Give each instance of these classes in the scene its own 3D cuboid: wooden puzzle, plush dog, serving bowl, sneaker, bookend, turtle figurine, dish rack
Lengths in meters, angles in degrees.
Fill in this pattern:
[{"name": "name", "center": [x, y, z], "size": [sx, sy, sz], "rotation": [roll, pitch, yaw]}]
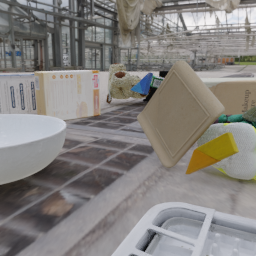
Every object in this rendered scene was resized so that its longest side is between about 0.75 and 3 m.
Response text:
[{"name": "wooden puzzle", "center": [0.820, -0.211, 4.697], "size": [0.261, 1.506, 2.233], "rotation": [7, 49, -39]}, {"name": "plush dog", "center": [0.069, -1.694, 11.774], "size": [1.771, 1.654, 2.062], "rotation": [6, 25, -13]}, {"name": "serving bowl", "center": [-2.191, 0.363, 4.489], "size": [2.401, 0.790, 2.401], "rotation": [0, 14, 0]}, {"name": "sneaker", "center": [2.290, 0.464, 4.446], "size": [2.257, 0.855, 1.185], "rotation": [16, 5, 40]}, {"name": "bookend", "center": [1.475, -1.924, 12.516], "size": [1.488, 1.478, 0.685], "rotation": [5, 15, 24]}, {"name": "turtle figurine", "center": [2.677, 0.004, 5.640], "size": [2.148, 1.081, 1.608], "rotation": [-2, 12, 18]}, {"name": "dish rack", "center": [0.865, 1.206, 1.738], "size": [2.081, 0.453, 1.786], "rotation": [6, 14, 25]}]

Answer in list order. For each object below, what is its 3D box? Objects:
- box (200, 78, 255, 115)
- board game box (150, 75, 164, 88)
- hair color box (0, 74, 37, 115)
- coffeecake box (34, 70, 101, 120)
[{"name": "box", "center": [3.039, -0.658, 7.535], "size": [2.912, 1.383, 1.132], "rotation": [-3, 15, -6]}, {"name": "board game box", "center": [2.215, -1.530, 11.021], "size": [2.742, 0.399, 1.845], "rotation": [15, 12, -2]}, {"name": "hair color box", "center": [-3.899, -1.016, 8.952], "size": [2.725, 1.363, 0.825], "rotation": [-6, 15, -25]}, {"name": "coffeecake box", "center": [-1.856, -1.058, 8.876], "size": [1.930, 1.481, 0.705], "rotation": [-11, 17, -38]}]
